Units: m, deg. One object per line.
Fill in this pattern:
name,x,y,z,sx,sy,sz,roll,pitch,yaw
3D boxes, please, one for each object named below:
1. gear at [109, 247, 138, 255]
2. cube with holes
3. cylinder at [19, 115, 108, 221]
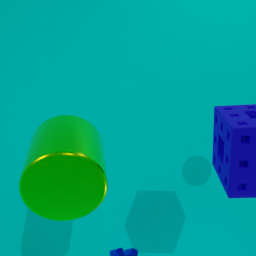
gear,-0.049,3.017,5.196,1.448,0.268,1.448,21,52,-30
cube with holes,2.086,0.317,4.540,1.143,1.143,1.143,-3,110,5
cylinder,-1.044,0.628,4.737,1.310,1.310,1.310,-4,118,-8
